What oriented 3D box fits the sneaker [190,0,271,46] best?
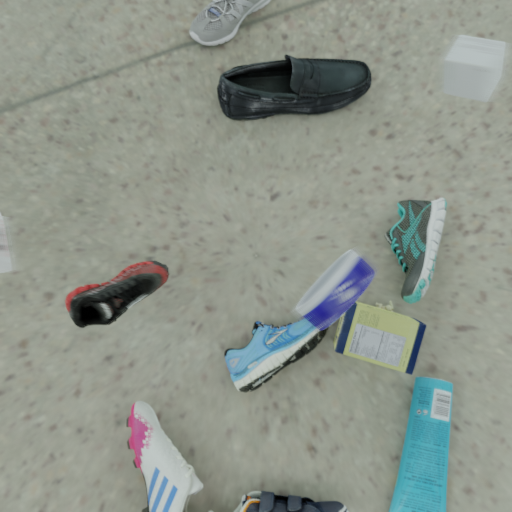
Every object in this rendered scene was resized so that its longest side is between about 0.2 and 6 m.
[{"bbox_3d":[-0.568,-5.513,12.027,0.906,0.994,2.424,36,72,14],"label":"sneaker"}]

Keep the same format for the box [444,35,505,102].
[{"bbox_3d":[2.991,-2.576,7.711,0.636,0.632,0.544,22,68,28],"label":"box"}]

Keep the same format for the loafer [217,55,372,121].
[{"bbox_3d":[0.792,-3.413,11.081,3.145,1.104,1.068,-10,68,-4],"label":"loafer"}]

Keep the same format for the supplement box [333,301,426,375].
[{"bbox_3d":[1.931,1.255,8.975,1.202,1.203,0.808,16,90,7],"label":"supplement box"}]

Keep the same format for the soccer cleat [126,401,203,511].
[{"bbox_3d":[-1.323,3.227,8.489,0.938,0.759,2.173,-15,75,2],"label":"soccer cleat"}]

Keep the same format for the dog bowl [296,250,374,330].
[{"bbox_3d":[0.957,0.414,6.801,0.394,1.001,1.001,42,73,1],"label":"dog bowl"}]

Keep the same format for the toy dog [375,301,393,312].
[{"bbox_3d":[2.171,1.000,9.702,0.411,0.287,0.399,-12,71,5],"label":"toy dog"}]

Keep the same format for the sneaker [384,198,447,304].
[{"bbox_3d":[2.745,-0.137,9.993,0.969,0.824,2.125,11,61,19],"label":"sneaker"}]

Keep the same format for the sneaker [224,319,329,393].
[{"bbox_3d":[0.359,1.342,9.277,2.040,0.800,0.918,-31,67,-13],"label":"sneaker"}]

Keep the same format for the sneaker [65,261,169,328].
[{"bbox_3d":[-2.017,0.598,8.204,1.616,0.571,0.790,-23,26,-4],"label":"sneaker"}]

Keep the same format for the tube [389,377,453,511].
[{"bbox_3d":[2.635,3.066,8.709,0.887,0.577,2.290,9,73,12],"label":"tube"}]

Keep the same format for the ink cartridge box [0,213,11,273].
[{"bbox_3d":[-3.708,-0.401,7.449,0.581,1.714,0.994,-12,59,-19],"label":"ink cartridge box"}]

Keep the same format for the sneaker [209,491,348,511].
[{"bbox_3d":[0.273,3.828,8.191,2.116,0.830,0.840,-17,74,-5],"label":"sneaker"}]
